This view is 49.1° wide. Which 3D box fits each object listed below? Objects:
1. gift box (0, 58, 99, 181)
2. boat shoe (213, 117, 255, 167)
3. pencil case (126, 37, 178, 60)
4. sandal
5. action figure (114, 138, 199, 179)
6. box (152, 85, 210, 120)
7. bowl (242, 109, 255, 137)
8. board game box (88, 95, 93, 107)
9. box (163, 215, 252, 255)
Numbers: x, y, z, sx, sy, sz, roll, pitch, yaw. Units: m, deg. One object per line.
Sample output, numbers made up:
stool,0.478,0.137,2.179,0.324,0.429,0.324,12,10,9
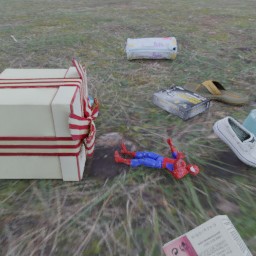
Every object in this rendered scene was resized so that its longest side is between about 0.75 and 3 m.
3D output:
gift box,-1.944,-0.257,6.667,2.387,2.556,2.359,1,37,-1
boat shoe,2.818,0.364,6.767,1.619,0.540,0.595,36,59,-2
pencil case,1.142,-3.859,13.682,2.494,1.037,1.131,0,34,0
sandal,3.179,-1.377,10.130,2.320,0.626,0.932,15,35,22
action figure,0.712,0.600,6.729,2.046,1.013,0.668,14,36,17
box,1.799,-0.920,9.639,1.237,0.378,1.562,-22,38,-32
bowl,3.974,-0.064,7.916,1.507,0.788,1.507,0,31,0
board game box,-1.808,-0.770,9.412,1.233,0.289,0.931,-13,28,-19
box,1.183,1.856,3.269,0.789,0.926,1.448,-35,62,12
